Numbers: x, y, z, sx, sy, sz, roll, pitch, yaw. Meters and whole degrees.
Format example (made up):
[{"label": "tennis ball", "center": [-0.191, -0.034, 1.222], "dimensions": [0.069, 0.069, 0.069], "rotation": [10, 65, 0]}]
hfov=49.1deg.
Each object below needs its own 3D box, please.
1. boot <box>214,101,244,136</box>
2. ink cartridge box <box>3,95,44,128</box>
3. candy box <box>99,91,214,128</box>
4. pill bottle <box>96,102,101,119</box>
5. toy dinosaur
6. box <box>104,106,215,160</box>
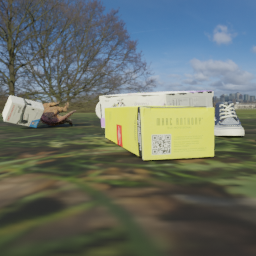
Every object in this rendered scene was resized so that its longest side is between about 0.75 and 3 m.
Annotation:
[{"label": "boot", "center": [2.395, -0.259, 6.890], "dimensions": [0.673, 0.836, 1.850], "rotation": [0, 4, 7]}, {"label": "ink cartridge box", "center": [-3.240, -0.492, 8.673], "dimensions": [1.018, 0.736, 0.429], "rotation": [13, 28, -37]}, {"label": "candy box", "center": [0.995, -0.641, 9.203], "dimensions": [2.515, 1.073, 2.999], "rotation": [5, 11, 41]}, {"label": "pill bottle", "center": [-1.021, -1.040, 16.267], "dimensions": [1.183, 1.183, 2.106], "rotation": [1, 4, 12]}, {"label": "toy dinosaur", "center": [-2.884, -0.443, 9.902], "dimensions": [2.169, 0.931, 1.470], "rotation": [14, 17, 32]}, {"label": "box", "center": [0.292, -0.033, 4.697], "dimensions": [1.029, 0.685, 2.734], "rotation": [-2, 5, -15]}]
